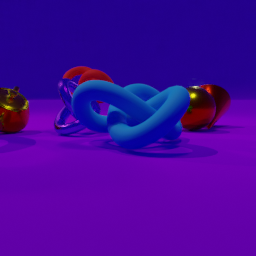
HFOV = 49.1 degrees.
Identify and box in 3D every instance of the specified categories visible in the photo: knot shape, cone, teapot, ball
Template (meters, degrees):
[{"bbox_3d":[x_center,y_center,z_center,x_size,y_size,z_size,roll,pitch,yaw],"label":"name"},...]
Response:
[{"bbox_3d":[-1.470,-1.397,9.593,1.886,1.765,0.872,-46,-19,22],"label":"knot shape"},{"bbox_3d":[2.025,-0.327,7.022,1.123,1.123,1.127,2,39,14],"label":"cone"},{"bbox_3d":[-2.572,-0.405,5.911,1.050,0.827,1.689,25,30,-20],"label":"teapot"},{"bbox_3d":[-0.977,-0.360,5.888,1.493,0.690,1.397,30,52,4],"label":"knot shape"},{"bbox_3d":[1.473,-0.443,6.351,0.993,0.993,0.993,0,6,0],"label":"ball"},{"bbox_3d":[0.227,-0.273,4.638,1.975,0.913,1.848,10,11,36],"label":"knot shape"}]
